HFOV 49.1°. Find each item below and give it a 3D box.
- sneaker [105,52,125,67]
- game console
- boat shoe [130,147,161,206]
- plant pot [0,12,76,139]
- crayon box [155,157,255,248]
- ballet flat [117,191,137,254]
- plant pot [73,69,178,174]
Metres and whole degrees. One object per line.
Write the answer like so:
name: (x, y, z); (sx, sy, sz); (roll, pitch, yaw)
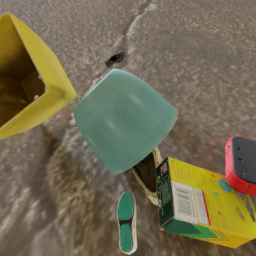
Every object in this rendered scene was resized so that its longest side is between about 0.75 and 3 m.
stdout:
sneaker: (-0.432, -2.673, 10.742); (0.969, 0.440, 0.368); (-40, 97, -31)
game console: (3.617, 1.060, 7.048); (2.222, 0.390, 2.512); (17, 27, 11)
boat shoe: (0.432, 0.832, 7.324); (0.892, 0.763, 2.433); (-34, 50, 4)
plant pot: (-2.941, -1.238, 7.994); (2.434, 2.147, 2.434); (-33, 78, 18)
crayon box: (1.802, 1.717, 6.287); (2.398, 0.609, 1.522); (20, 41, -17)
ballet flat: (0.014, 2.142, 6.346); (0.468, 0.468, 1.349); (-1, 59, -1)
plant pot: (-0.242, -0.333, 7.109); (1.877, 2.339, 2.339); (45, 50, -11)
